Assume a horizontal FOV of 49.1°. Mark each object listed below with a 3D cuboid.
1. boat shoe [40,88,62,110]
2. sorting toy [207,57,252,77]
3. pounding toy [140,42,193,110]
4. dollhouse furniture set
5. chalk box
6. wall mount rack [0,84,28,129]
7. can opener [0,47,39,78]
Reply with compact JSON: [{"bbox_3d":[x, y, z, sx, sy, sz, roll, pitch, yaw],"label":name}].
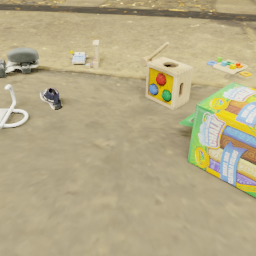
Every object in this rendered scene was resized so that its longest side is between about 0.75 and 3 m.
[{"bbox_3d":[-2.343,-1.031,8.447,0.434,0.539,1.162,-25,43,-31],"label":"boat shoe"},{"bbox_3d":[3.908,-2.388,10.644,1.009,0.244,1.792,-27,43,-33],"label":"sorting toy"},{"bbox_3d":[0.917,-1.679,8.405,0.851,1.634,1.860,-28,44,-34],"label":"pounding toy"},{"bbox_3d":[-1.730,-2.871,10.861,1.210,0.789,1.142,-1,35,-1],"label":"dollhouse furniture set"},{"bbox_3d":[2.331,0.102,5.943,2.508,1.554,1.565,28,43,34],"label":"chalk box"},{"bbox_3d":[-3.997,-0.363,7.154,2.510,0.936,2.180,-1,35,0],"label":"wall mount rack"},{"bbox_3d":[-4.624,-2.268,9.959,2.916,0.969,0.767,-13,38,-11],"label":"can opener"}]
